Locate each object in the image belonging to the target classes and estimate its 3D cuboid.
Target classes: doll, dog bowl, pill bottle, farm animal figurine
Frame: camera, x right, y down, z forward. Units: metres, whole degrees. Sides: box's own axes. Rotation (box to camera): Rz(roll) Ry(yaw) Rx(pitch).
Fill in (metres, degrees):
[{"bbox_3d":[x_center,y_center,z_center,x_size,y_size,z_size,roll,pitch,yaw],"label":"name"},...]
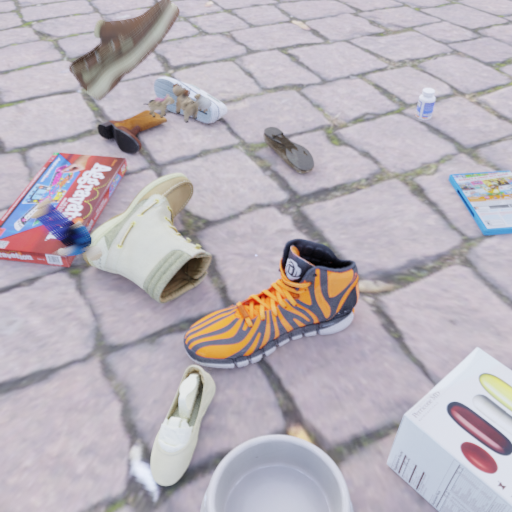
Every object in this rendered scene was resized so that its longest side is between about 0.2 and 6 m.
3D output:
[{"bbox_3d":[-3.015,-0.335,9.028,0.302,1.246,0.850,-29,33,26],"label":"doll"},{"bbox_3d":[0.273,3.190,7.081,2.012,0.590,2.012,0,41,0],"label":"dog bowl"},{"bbox_3d":[4.597,-4.111,15.138,0.431,0.769,0.431,0,42,0],"label":"pill bottle"},{"bbox_3d":[-1.704,-3.390,12.270,1.130,0.596,1.142,33,55,16],"label":"farm animal figurine"}]

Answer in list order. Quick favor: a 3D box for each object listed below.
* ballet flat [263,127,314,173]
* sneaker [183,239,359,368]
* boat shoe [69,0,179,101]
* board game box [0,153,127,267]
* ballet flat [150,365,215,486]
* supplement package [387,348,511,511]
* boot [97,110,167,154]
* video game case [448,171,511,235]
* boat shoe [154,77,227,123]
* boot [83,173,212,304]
[{"bbox_3d":[0.773,-2.529,13.697,0.633,0.435,1.878,-25,52,-24],"label":"ballet flat"},{"bbox_3d":[0.257,0.637,9.072,3.094,1.733,1.200,-18,45,-19],"label":"sneaker"},{"bbox_3d":[-2.417,-3.713,9.771,2.468,0.913,0.911,-31,33,32],"label":"boat shoe"},{"bbox_3d":[-4.227,-1.135,12.128,1.821,0.344,3.538,6,42,6],"label":"board game box"},{"bbox_3d":[-1.078,2.336,8.032,0.628,0.628,1.809,9,43,10],"label":"ballet flat"},{"bbox_3d":[3.009,2.514,7.281,1.699,1.307,1.777,-31,52,-30],"label":"supplement package"},{"bbox_3d":[-2.988,-3.236,14.502,1.553,0.565,1.650,25,40,36],"label":"boot"},{"bbox_3d":[5.314,-1.207,12.323,1.480,0.184,2.068,-4,42,-4],"label":"video game case"},{"bbox_3d":[-1.805,-4.256,15.418,2.294,0.844,0.766,36,38,22],"label":"boat shoe"},{"bbox_3d":[-1.633,-0.396,10.804,2.137,0.996,2.763,26,53,27],"label":"boot"}]
